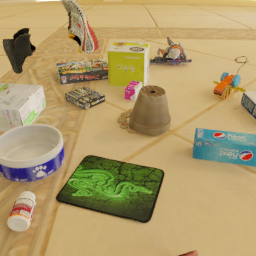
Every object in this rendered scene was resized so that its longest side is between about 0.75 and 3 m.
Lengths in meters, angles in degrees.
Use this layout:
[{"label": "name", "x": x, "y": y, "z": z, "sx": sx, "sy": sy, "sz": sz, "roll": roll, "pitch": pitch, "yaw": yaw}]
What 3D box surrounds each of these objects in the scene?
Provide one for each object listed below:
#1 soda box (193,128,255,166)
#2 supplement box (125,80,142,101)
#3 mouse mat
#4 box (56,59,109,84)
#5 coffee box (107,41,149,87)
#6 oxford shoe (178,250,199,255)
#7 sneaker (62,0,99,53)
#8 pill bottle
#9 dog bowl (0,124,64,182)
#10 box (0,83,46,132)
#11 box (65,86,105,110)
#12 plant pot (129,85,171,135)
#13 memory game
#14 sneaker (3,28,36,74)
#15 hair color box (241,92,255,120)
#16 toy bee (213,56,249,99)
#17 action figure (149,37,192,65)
[{"label": "soda box", "x": 3.171, "y": 0.593, "z": 8.658, "sx": 2.235, "sy": 0.758, "sz": 0.717, "roll": 7, "pitch": 32, "yaw": 11}, {"label": "supplement box", "x": 0.254, "y": -1.691, "z": 12.585, "sx": 0.519, "sy": 0.530, "sz": 1.026, "roll": 11, "pitch": 35, "yaw": 15}, {"label": "mouse mat", "x": -0.407, "y": 1.560, "z": 7.760, "sx": 2.582, "sy": 0.097, "sz": 2.077, "roll": 8, "pitch": 33, "yaw": 15}, {"label": "box", "x": -2.322, "y": -3.000, "z": 14.713, "sx": 2.642, "sy": 0.498, "sz": 1.805, "roll": -10, "pitch": 33, "yaw": -15}, {"label": "coffee box", "x": 0.067, "y": -3.124, "z": 13.690, "sx": 1.772, "sy": 1.774, "sz": 1.755, "roll": 6, "pitch": 32, "yaw": 9}, {"label": "oxford shoe", "x": 0.456, "y": 3.104, "z": 4.769, "sx": 2.713, "sy": 0.956, "sz": 1.014, "roll": -21, "pitch": 68, "yaw": -37}, {"label": "sneaker", "x": -1.741, "y": -3.461, "z": 9.462, "sx": 0.809, "sy": 1.969, "sz": 0.766, "roll": -28, "pitch": 6, "yaw": -14}, {"label": "pill bottle", "x": -2.507, "y": 1.965, "z": 6.702, "sx": 0.500, "sy": 0.500, "sz": 0.885, "roll": -1, "pitch": 31, "yaw": -2}, {"label": "dog bowl", "x": -2.948, "y": 0.702, "z": 8.467, "sx": 1.980, "sy": 0.780, "sz": 1.980, "roll": 0, "pitch": 31, "yaw": 0}, {"label": "box", "x": -4.480, "y": -0.854, "z": 10.727, "sx": 1.890, "sy": 1.035, "sz": 2.141, "roll": 3, "pitch": 32, "yaw": 6}, {"label": "box", "x": -1.866, "y": -1.335, "z": 12.173, "sx": 1.417, "sy": 0.348, "sz": 1.142, "roll": 27, "pitch": 40, "yaw": 37}, {"label": "plant pot", "x": 0.824, "y": -0.724, "z": 10.004, "sx": 1.555, "sy": 1.350, "sz": 1.555, "roll": 2, "pitch": 36, "yaw": -1}, {"label": "memory game", "x": 0.572, "y": -0.306, "z": 10.718, "sx": 1.995, "sy": 0.127, "sz": 1.995, "roll": 0, "pitch": 32, "yaw": 0}, {"label": "sneaker", "x": -3.995, "y": -2.851, "z": 10.641, "sx": 1.093, "sy": 2.096, "sz": 0.629, "roll": -11, "pitch": 63, "yaw": -8}, {"label": "hair color box", "x": 5.343, "y": -0.780, "z": 11.039, "sx": 0.969, "sy": 0.586, "sz": 1.937, "roll": -2, "pitch": 32, "yaw": -4}, {"label": "toy bee", "x": 4.787, "y": -1.989, "z": 12.705, "sx": 2.270, "sy": 1.234, "sz": 1.486, "roll": -32, "pitch": 44, "yaw": -4}, {"label": "action figure", "x": 2.302, "y": -4.473, "z": 16.348, "sx": 2.674, "sy": 1.399, "sz": 2.587, "roll": -2, "pitch": 23, "yaw": -3}]
